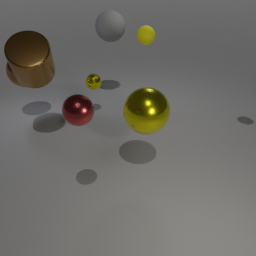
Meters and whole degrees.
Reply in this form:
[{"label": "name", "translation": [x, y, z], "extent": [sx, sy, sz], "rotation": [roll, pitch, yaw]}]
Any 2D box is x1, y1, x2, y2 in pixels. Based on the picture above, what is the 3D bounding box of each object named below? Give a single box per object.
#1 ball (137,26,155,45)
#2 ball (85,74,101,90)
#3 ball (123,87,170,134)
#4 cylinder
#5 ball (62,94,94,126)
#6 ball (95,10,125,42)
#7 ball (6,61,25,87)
[{"label": "ball", "translation": [0.684, -3.545, 10.712], "extent": [0.700, 0.700, 0.700], "rotation": [0, 30, 0]}, {"label": "ball", "translation": [-1.512, -2.018, 12.252], "extent": [0.700, 0.700, 0.700], "rotation": [0, 30, 0]}, {"label": "ball", "translation": [0.553, -0.510, 8.339], "extent": [1.400, 1.400, 1.400], "rotation": [0, 30, 0]}, {"label": "cylinder", "translation": [-3.226, -2.253, 9.372], "extent": [1.400, 1.400, 1.400], "rotation": [2, 70, -7]}, {"label": "ball", "translation": [-1.088, -0.389, 6.127], "extent": [0.700, 0.700, 0.700], "rotation": [0, 30, 0]}, {"label": "ball", "translation": [-0.821, -4.720, 13.013], "extent": [1.400, 1.400, 1.400], "rotation": [0, 30, 0]}, {"label": "ball", "translation": [-4.270, -2.385, 11.519], "extent": [1.400, 1.400, 1.400], "rotation": [0, 30, 0]}]
